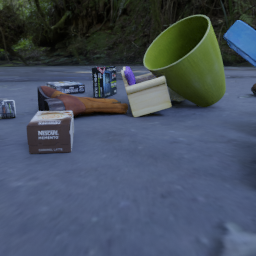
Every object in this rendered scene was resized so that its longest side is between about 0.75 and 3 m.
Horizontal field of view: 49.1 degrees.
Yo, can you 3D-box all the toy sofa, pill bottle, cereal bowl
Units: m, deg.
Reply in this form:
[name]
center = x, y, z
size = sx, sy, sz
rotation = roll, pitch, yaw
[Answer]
[toy sofa]
center = 0.552, -1.436, 9.325
size = 1.206, 1.421, 2.911
rotation = -14, 13, 4
[pill bottle]
center = -3.745, -0.509, 7.987
size = 0.982, 0.522, 0.522
rotation = -6, 16, -24
[cereal bowl]
center = 1.780, -1.318, 10.871
size = 1.181, 0.492, 1.181
rotation = 13, 7, -2

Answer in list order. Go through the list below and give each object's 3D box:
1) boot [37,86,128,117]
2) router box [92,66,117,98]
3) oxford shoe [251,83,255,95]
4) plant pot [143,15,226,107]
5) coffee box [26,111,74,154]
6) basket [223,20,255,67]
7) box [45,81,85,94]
[boot]
center = -1.528, -0.912, 8.930
size = 2.463, 0.843, 2.319
rotation = -7, 16, -28
[router box]
center = -1.009, -2.055, 12.372
size = 0.531, 1.281, 1.709
rotation = 3, 15, 17
[oxford shoe]
center = 6.105, -1.749, 11.681
size = 0.923, 1.072, 2.540
rotation = -5, 14, -12
[plant pot]
center = 2.191, -1.943, 9.340
size = 2.353, 2.515, 2.353
rotation = -29, 36, 24
[coffee box]
center = -1.550, 0.039, 5.818
size = 0.802, 0.559, 1.402
rotation = -2, 15, -9
[basket]
center = 2.478, -0.421, 3.805
size = 2.774, 1.930, 2.446
rotation = 45, 26, 7
[box]
center = -3.098, -1.983, 13.720
size = 1.410, 0.445, 1.788
rotation = -9, 18, -29
